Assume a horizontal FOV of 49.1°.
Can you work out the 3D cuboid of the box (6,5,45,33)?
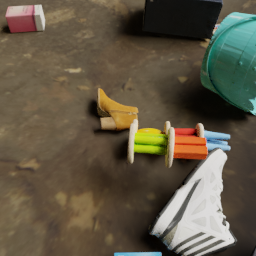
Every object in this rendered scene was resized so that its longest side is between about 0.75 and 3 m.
[{"bbox_3d":[-4.325,-4.640,11.894,1.408,0.767,0.900,-7,49,-6],"label":"box"}]

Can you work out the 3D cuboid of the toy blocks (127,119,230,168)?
[{"bbox_3d":[1.344,0.373,6.884,2.573,0.934,2.144,4,7,4],"label":"toy blocks"}]

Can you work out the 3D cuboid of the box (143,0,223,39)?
[{"bbox_3d":[2.184,-5.354,11.425,2.843,1.762,2.795,8,56,3],"label":"box"}]

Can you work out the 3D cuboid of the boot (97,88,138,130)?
[{"bbox_3d":[-0.319,-0.589,8.582,1.186,0.583,1.656,-5,52,-12],"label":"boot"}]

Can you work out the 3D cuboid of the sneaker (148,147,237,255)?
[{"bbox_3d":[1.846,1.776,6.358,1.593,1.045,2.769,38,61,14],"label":"sneaker"}]

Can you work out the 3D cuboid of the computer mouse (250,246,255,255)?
[{"bbox_3d":[2.521,3.138,5.257,1.919,0.731,2.771,38,70,26],"label":"computer mouse"}]

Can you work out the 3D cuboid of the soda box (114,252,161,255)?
[{"bbox_3d":[0.205,2.772,5.753,0.971,0.312,0.329,-1,49,0],"label":"soda box"}]

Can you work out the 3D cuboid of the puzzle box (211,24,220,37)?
[{"bbox_3d":[4.272,-4.004,11.714,1.663,0.211,1.107,-7,50,-6],"label":"puzzle box"}]

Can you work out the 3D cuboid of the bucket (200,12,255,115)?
[{"bbox_3d":[3.614,-1.998,8.391,1.851,2.845,2.845,31,55,31],"label":"bucket"}]
